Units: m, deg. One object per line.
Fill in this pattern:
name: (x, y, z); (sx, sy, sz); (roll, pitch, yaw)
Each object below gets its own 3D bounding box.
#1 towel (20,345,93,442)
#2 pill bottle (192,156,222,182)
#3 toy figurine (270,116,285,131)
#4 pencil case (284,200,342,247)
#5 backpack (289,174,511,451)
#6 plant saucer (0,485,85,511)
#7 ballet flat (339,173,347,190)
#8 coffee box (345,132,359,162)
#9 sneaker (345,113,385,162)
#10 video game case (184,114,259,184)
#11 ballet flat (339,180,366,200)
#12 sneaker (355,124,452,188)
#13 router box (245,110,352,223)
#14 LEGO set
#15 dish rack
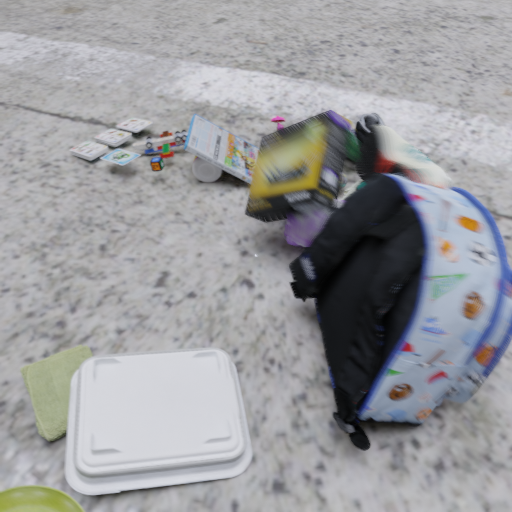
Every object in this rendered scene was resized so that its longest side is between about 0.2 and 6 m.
towel: (-3.133, 2.208, 9.259); (1.200, 0.295, 1.618); (-20, 45, -23)
pill bottle: (-1.185, -2.547, 14.257); (0.740, 0.740, 1.419); (1, 42, 2)
toy figurine: (0.595, -3.354, 15.132); (0.646, 0.792, 0.861); (-10, 43, -11)
pencil case: (1.900, -0.596, 11.777); (2.622, 1.121, 1.101); (9, 81, 6)
backpack: (2.367, 0.587, 8.692); (2.760, 3.413, 3.583); (0, 42, -15)
plant saucer: (-3.142, 4.052, 7.164); (2.173, 0.338, 2.173); (0, 42, 0)
ballet flat: (1.311, -1.939, 13.524); (1.758, 0.632, 0.632); (15, 44, 10)
coffee box: (2.205, -2.770, 13.772); (0.211, 0.961, 0.591); (-47, 60, -6)
sneaker: (2.512, -3.109, 14.427); (2.375, 1.352, 0.896); (32, 51, 31)
video game case: (-0.710, -2.606, 13.948); (2.151, 0.191, 1.539); (25, 38, -18)
ballet flat: (2.187, -1.342, 13.087); (0.580, 0.580, 1.617); (24, 46, 25)
sneaker: (3.192, -1.678, 11.813); (1.489, 1.121, 3.185); (19, 29, -21)
router box: (0.759, -1.654, 10.861); (0.587, 2.248, 1.767); (19, 77, -31)
LEGO set: (-3.104, -2.792, 14.853); (3.032, 0.744, 2.265); (20, 46, 36)
dish rack: (-1.509, 2.339, 8.695); (2.735, 0.595, 2.347); (-1, 41, -13)
